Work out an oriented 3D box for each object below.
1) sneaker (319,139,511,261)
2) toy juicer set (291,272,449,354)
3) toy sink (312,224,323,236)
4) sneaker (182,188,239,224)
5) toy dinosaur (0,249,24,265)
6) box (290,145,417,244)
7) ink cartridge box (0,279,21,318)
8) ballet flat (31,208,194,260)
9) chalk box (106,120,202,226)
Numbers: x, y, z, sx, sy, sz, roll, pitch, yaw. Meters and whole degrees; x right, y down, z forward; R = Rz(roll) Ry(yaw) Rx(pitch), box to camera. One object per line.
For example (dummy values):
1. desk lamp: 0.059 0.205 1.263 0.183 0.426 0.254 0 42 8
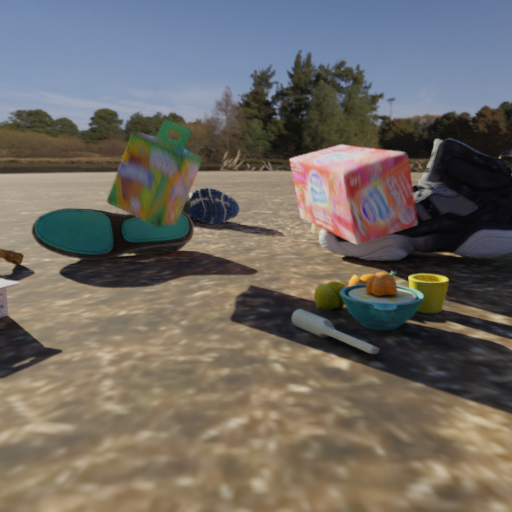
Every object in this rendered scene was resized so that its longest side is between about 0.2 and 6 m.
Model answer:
1. sneaker: 2.935 -1.030 10.144 3.642 2.072 1.374 -1 8 16
2. toy juicer set: 1.220 0.469 6.550 1.444 0.618 2.270 8 14 36
3. toy sink: 1.904 -0.798 11.523 1.320 0.860 0.739 9 -4 -8
4. sneaker: -1.468 -1.422 15.632 2.506 0.966 1.067 7 9 29
5. toy dinosaur: -4.904 -0.013 8.917 1.212 0.689 2.281 10 15 37
6. box: 1.586 -1.153 9.649 1.138 1.234 2.404 -17 19 -13
7. ink cartridge box: -3.547 0.527 6.579 1.420 0.482 0.824 5 12 27
8. ballet flat: -2.668 -0.352 10.653 2.942 0.991 0.937 -3 -16 -18
9. chalk box: -1.601 -1.432 9.302 0.994 1.598 0.989 24 11 7
